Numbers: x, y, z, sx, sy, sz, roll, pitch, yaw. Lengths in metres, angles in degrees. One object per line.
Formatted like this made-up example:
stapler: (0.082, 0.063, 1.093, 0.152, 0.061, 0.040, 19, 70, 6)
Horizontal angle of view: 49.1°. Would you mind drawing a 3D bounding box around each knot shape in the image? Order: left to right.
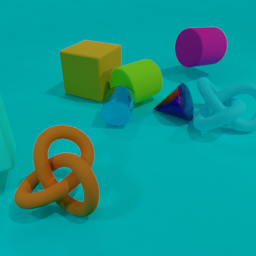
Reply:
knot shape: (-1.207, 0.721, 5.110, 1.710, 0.790, 1.600, 2, 71, 18)
knot shape: (2.471, -0.527, 7.271, 2.003, 0.926, 1.874, 29, 51, 29)

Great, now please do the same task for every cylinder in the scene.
cylinder: (-0.256, -0.594, 7.491, 0.804, 0.804, 0.804, 5, 38, 7)
cylinder: (0.242, -1.376, 8.442, 1.169, 1.169, 1.169, -25, 41, -32)
cylinder: (2.552, -2.851, 9.852, 1.303, 1.303, 1.303, -15, 36, -32)

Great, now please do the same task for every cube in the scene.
cube: (-2.982, 0.103, 5.216, 1.357, 1.357, 1.357, -15, 19, -16)
cube: (-1.123, -1.859, 8.907, 1.397, 1.397, 1.397, 15, 36, 22)

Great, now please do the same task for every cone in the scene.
cone: (1.157, -0.626, 7.886, 1.053, 1.049, 1.049, -11, 25, 32)
